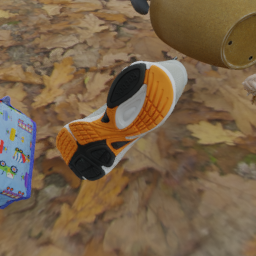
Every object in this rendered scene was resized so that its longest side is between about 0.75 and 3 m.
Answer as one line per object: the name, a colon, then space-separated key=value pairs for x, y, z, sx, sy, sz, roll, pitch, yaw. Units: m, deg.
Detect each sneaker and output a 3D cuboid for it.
sneaker: x=-0.078 y=-0.077 z=4.670 sx=1.075 sy=2.840 sz=1.306 roll=56 pitch=39 yaw=2

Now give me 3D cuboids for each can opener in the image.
can opener: x=0.031 y=-4.654 z=8.809 sx=0.753 sy=2.861 sz=0.951 roll=5 pitch=79 yaw=39

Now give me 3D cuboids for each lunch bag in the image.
lunch bag: x=-2.753 y=0.199 z=5.630 sx=1.075 sy=1.721 sz=2.285 roll=-25 pitch=47 yaw=31

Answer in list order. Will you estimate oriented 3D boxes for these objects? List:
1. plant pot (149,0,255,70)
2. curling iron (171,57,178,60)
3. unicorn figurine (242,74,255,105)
plant pot: x=2.340 y=-2.807 z=7.303 sx=2.753 sy=2.753 sz=2.954 roll=-12 pitch=41 yaw=-11
curling iron: x=0.766 y=-1.454 z=7.678 sx=0.186 sy=1.454 sz=0.360 roll=37 pitch=26 yaw=-26
unicorn figurine: x=2.830 y=-0.650 z=4.760 sx=1.835 sy=0.987 sz=2.672 roll=-9 pitch=16 yaw=33
